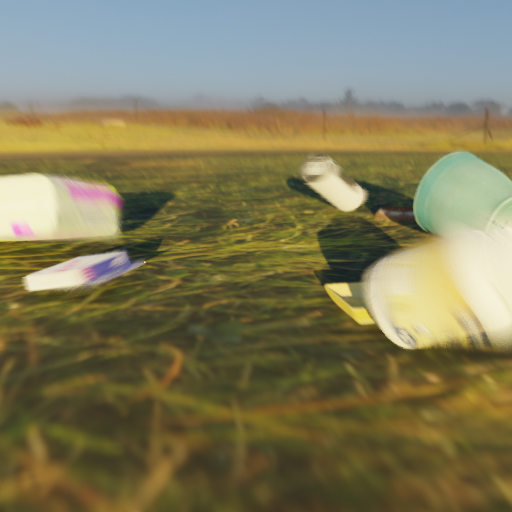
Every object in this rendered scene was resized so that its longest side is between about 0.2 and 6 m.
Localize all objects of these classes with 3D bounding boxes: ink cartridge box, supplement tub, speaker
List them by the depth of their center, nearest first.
[{"bbox_3d":[1.833,0.304,5.241,1.291,0.932,0.932,-21,-2,38],"label":"supplement tub"},{"bbox_3d":[-2.196,0.171,7.297,1.087,0.235,1.067,-7,10,23],"label":"ink cartridge box"},{"bbox_3d":[1.807,-1.680,13.105,0.738,0.738,1.818,10,-11,37],"label":"speaker"}]

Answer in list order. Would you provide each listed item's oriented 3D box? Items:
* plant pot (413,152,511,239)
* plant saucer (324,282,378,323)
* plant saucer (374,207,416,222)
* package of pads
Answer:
[{"bbox_3d":[3.882,-0.822,9.797,1.604,1.604,1.507,-7,30,-26],"label":"plant pot"},{"bbox_3d":[1.393,0.548,6.539,0.968,0.235,0.968,-4,14,-11],"label":"plant saucer"},{"bbox_3d":[3.350,-0.993,13.070,1.180,0.216,1.180,0,12,0],"label":"plant saucer"},{"bbox_3d":[-3.955,-0.734,9.296,2.777,0.947,2.145,-2,2,14],"label":"package of pads"}]
